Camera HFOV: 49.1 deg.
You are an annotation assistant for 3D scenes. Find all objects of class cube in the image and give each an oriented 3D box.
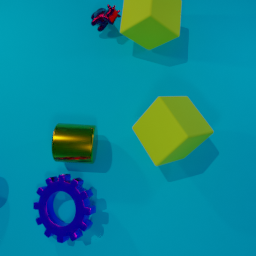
[{"bbox_3d":[1.190,0.049,7.558,1.310,1.310,1.310,-7,57,-45],"label":"cube"},{"bbox_3d":[0.705,-3.391,8.516,1.299,1.299,1.299,19,70,-39],"label":"cube"}]

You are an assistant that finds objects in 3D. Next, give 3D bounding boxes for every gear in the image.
[{"bbox_3d":[-1.730,2.146,7.563,1.755,0.325,1.755,-1,86,21],"label":"gear"}]

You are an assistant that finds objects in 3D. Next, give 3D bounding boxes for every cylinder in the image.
[{"bbox_3d":[-1.473,0.437,7.942,1.105,1.105,1.105,3,76,1],"label":"cylinder"}]

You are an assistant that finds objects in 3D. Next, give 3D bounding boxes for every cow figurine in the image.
[{"bbox_3d":[-0.718,-3.594,8.954,1.029,0.574,1.045,-36,41,26],"label":"cow figurine"}]
